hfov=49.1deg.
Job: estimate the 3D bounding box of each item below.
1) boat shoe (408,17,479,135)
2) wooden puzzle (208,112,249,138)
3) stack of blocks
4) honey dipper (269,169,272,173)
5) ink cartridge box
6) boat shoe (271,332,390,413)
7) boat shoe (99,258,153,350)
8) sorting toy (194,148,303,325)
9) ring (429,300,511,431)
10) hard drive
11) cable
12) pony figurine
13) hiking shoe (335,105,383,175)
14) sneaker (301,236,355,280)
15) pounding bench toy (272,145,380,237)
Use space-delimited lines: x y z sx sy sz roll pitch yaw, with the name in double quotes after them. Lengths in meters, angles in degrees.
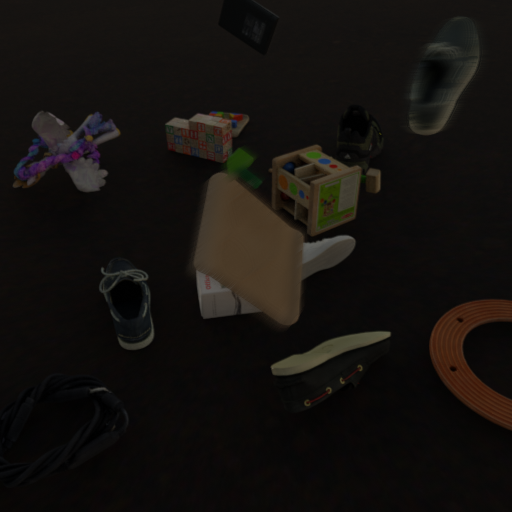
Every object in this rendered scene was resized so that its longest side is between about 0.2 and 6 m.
2.543 -2.553 7.557 0.682 0.579 1.873 18 75 26 "boat shoe"
-0.940 -3.828 15.972 1.228 0.307 1.326 8 38 10 "wooden puzzle"
-1.481 -3.101 14.428 1.704 0.981 0.499 16 39 21 "stack of blocks"
0.740 -2.201 13.923 0.902 0.171 0.171 -13 38 -11 "honey dipper"
-0.330 0.502 9.912 1.399 0.588 1.018 -6 37 -8 "ink cartridge box"
1.204 1.646 8.346 2.279 0.714 0.834 -15 0 -38 "boat shoe"
-2.253 0.641 9.643 0.833 0.688 2.224 -8 37 -11 "boat shoe"
-0.036 -0.338 7.070 0.316 1.585 2.145 -26 44 38 "sorting toy"
4.098 1.674 8.635 2.794 0.268 2.794 1 37 -1 "ring"
-0.186 -4.986 11.911 1.268 0.885 0.208 36 53 8 "hard drive"
-2.837 2.291 7.597 1.953 0.496 1.593 -27 44 -30 "cable"
-4.379 -2.473 13.177 2.368 2.043 2.453 -14 27 40 "pony figurine"
2.675 -3.174 14.125 1.092 1.452 2.884 10 38 13 "hiking shoe"
0.985 -0.164 10.777 1.734 0.639 1.002 -23 45 -25 "sneaker"
1.505 -1.594 12.185 2.005 1.246 1.564 -22 42 -27 "pounding bench toy"
